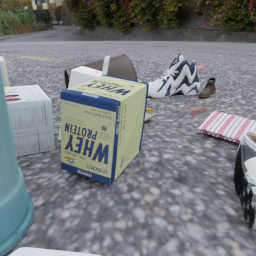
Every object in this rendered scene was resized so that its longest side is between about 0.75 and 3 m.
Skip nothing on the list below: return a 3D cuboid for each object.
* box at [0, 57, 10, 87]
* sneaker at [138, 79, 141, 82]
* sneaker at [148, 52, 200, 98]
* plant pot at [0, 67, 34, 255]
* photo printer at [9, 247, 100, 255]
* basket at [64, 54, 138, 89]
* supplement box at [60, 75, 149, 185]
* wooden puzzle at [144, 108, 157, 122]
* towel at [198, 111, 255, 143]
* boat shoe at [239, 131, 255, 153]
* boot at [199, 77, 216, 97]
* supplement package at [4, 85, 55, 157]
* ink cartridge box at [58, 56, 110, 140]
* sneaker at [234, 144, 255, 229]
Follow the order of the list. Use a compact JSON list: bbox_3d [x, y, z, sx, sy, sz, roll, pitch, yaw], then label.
[{"bbox_3d":[-4.436,-1.129,8.849,1.326,2.074,1.130,-9,23,-23],"label":"box"},{"bbox_3d":[-0.140,-2.260,13.938,1.788,0.674,0.683,19,19,19],"label":"sneaker"},{"bbox_3d":[1.859,-2.393,12.419,2.878,1.873,1.149,-3,20,-7],"label":"sneaker"},{"bbox_3d":[-2.938,0.242,4.102,2.820,2.762,2.820,3,19,-1],"label":"plant pot"},{"bbox_3d":[-1.010,1.914,3.207,1.327,0.461,1.104,3,21,7],"label":"photo printer"},{"bbox_3d":[-1.156,-1.854,11.305,2.540,1.727,2.290,-12,51,-18],"label":"basket"},{"bbox_3d":[-0.472,-0.066,6.162,1.200,1.788,1.786,14,26,19],"label":"supplement box"},{"bbox_3d":[0.083,-0.321,9.356,1.518,0.263,2.250,11,23,38],"label":"wooden puzzle"},{"bbox_3d":[3.065,0.042,8.113,1.762,0.264,1.290,19,36,32],"label":"towel"},{"bbox_3d":[3.366,0.603,5.789,0.908,1.048,2.457,-9,23,-22],"label":"boat shoe"},{"bbox_3d":[3.548,-1.813,12.523,0.550,0.714,1.473,14,25,31],"label":"boot"},{"bbox_3d":[-3.147,-0.224,7.384,1.950,1.434,1.865,-9,23,-26],"label":"supplement package"},{"bbox_3d":[-1.151,-0.865,7.531,0.785,2.333,1.366,15,15,-3],"label":"ink cartridge box"},{"bbox_3d":[2.528,1.035,5.166,0.932,0.780,2.106,3,31,8],"label":"sneaker"}]
